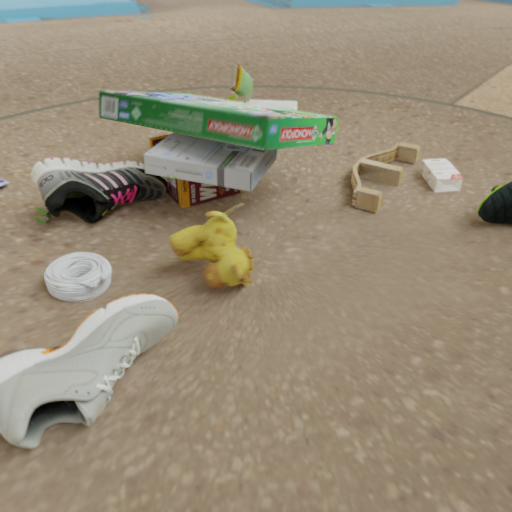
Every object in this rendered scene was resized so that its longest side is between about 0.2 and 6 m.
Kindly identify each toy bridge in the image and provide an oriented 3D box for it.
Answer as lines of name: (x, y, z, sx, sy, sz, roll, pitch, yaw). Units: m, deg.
toy bridge: (2.918, -1.999, 13.304, 1.105, 0.447, 3.287, 17, 37, 24)

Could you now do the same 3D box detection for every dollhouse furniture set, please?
dollhouse furniture set: (-0.225, -4.297, 15.403, 0.758, 1.963, 0.981, 0, -8, 31)

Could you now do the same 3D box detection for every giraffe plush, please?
giraffe plush: (-0.577, 0.005, 9.633, 1.322, 1.532, 1.243, -6, 68, -56)

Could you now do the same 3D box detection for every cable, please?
cable: (-3.101, 0.350, 9.811, 1.129, 0.391, 1.129, -2, 33, 0)

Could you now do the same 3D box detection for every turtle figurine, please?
turtle figurine: (-4.404, -1.124, 11.850, 0.627, 0.871, 0.844, -23, 25, 35)

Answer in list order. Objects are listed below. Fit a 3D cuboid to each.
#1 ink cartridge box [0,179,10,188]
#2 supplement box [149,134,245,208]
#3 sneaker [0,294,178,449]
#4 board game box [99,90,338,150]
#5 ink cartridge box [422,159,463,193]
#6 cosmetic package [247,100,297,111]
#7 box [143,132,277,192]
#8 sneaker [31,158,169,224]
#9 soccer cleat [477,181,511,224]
ink cartridge box: (-6.200, -1.603, 12.979, 0.711, 0.167, 0.703, 21, 37, 26)
supplement box: (-1.338, -2.081, 12.831, 1.626, 1.095, 1.649, -18, 38, -25)
sneaker: (-2.147, 1.591, 7.536, 2.819, 1.067, 1.296, -29, 50, -25)
board game box: (-0.778, -2.898, 11.702, 4.181, 0.609, 2.814, 17, 20, 30)
ink cartridge box: (4.362, -1.915, 13.248, 0.639, 0.370, 1.097, -3, 35, -4)
cosmetic package: (0.424, -4.149, 16.380, 1.503, 0.638, 0.809, 6, 33, 8)
box: (-0.870, -1.990, 11.264, 2.222, 0.457, 1.732, 12, 33, 13)
sneaker: (-3.150, -1.264, 11.712, 2.840, 1.047, 1.242, 0, 61, -32)
soccer cleat: (6.048, -1.027, 11.413, 3.062, 1.034, 1.241, -8, 47, -13)
